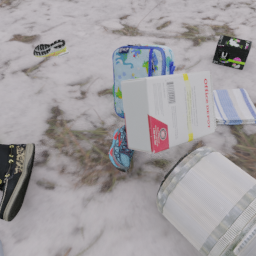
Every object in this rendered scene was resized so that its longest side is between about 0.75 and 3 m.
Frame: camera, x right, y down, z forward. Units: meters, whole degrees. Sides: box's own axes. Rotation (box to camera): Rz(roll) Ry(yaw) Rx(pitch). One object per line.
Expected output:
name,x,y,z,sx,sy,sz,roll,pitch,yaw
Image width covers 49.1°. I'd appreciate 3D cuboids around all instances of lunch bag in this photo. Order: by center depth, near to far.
lunch bag,0.517,-1.490,9.286,2.017,2.509,1.035,13,22,29

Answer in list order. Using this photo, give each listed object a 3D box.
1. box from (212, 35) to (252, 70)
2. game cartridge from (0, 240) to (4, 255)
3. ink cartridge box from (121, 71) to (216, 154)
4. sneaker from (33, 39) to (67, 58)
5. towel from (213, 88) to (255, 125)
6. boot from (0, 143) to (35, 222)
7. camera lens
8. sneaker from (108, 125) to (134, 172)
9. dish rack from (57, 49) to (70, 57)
box,4.855,-3.535,13.081,1.457,1.082,0.905,19,50,17
game cartridge,-4.135,3.609,6.975,1.980,0.401,1.320,-20,47,-18
ink cartridge box,1.209,-0.529,7.859,2.601,1.887,1.085,-13,10,-37
sneaker,-2.706,-2.680,9.836,1.204,0.543,0.470,-13,73,0
towel,3.642,-0.901,11.166,2.739,0.326,2.012,-2,47,-1
boot,-4.023,1.398,8.279,2.090,0.999,2.767,10,39,-11
camera lens,2.311,2.032,7.098,2.263,2.263,2.829,-32,55,-26
sneaker,-0.101,0.538,9.260,0.753,0.908,1.900,29,40,-27
dish rack,-3.367,-3.868,14.019,0.691,0.175,0.806,-27,54,-24
